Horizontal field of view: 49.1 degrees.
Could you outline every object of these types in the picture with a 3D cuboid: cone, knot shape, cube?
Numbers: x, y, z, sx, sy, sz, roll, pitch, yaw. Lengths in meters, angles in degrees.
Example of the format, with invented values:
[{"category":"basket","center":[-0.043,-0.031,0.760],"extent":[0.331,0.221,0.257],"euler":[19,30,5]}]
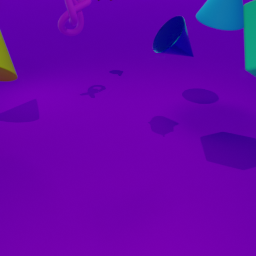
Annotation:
[{"category":"cone","center":[2.769,-3.700,7.740],"extent":[1.448,1.454,1.448],"euler":[3,43,-3]},{"category":"cone","center":[1.223,-1.890,6.447],"extent":[0.932,0.928,0.928],"euler":[28,14,-32]},{"category":"knot shape","center":[-1.627,-3.463,8.386],"extent":[0.617,1.336,1.250],"euler":[26,3,-1]},{"category":"cube","center":[2.747,-1.482,4.625],"extent":[1.194,1.194,1.194],"euler":[11,-13,-43]},{"category":"cone","center":[-3.818,-2.312,7.814],"extent":[1.589,1.595,1.589],"euler":[5,-9,1]}]
